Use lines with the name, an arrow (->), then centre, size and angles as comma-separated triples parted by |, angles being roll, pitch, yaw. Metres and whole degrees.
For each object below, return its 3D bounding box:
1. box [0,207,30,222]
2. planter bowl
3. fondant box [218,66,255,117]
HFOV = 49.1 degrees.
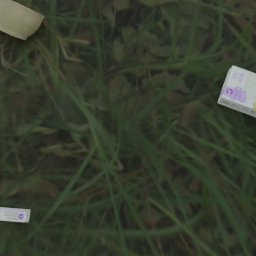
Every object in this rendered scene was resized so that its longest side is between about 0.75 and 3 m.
box -> -3.655, 2.375, 7.781 | 1.770, 0.367, 0.342 | 4, 74, 0
planter bowl -> -3.617, -3.493, 9.102 | 1.481, 1.481, 0.996 | 26, 102, 8
fondant box -> 3.817, -1.082, 8.756 | 1.657, 0.483, 1.195 | 21, 75, 7
